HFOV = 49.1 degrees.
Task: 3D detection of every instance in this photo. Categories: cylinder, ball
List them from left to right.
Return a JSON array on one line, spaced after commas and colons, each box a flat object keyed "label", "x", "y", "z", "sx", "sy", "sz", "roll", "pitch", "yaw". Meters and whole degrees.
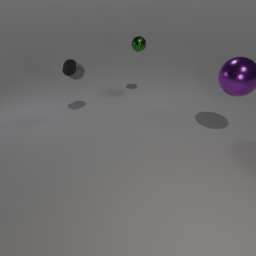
[{"label": "cylinder", "x": -2.243, "y": -2.391, "z": 11.517, "sx": 0.700, "sy": 0.700, "sz": 0.700, "roll": 11, "pitch": -2, "yaw": 17}, {"label": "ball", "x": 0.509, "y": -3.921, "z": 13.072, "sx": 0.700, "sy": 0.700, "sz": 0.700, "roll": 0, "pitch": 30, "yaw": 0}, {"label": "ball", "x": 3.938, "y": -1.816, "z": 9.953, "sx": 1.400, "sy": 1.400, "sz": 1.400, "roll": 0, "pitch": 30, "yaw": 0}]
